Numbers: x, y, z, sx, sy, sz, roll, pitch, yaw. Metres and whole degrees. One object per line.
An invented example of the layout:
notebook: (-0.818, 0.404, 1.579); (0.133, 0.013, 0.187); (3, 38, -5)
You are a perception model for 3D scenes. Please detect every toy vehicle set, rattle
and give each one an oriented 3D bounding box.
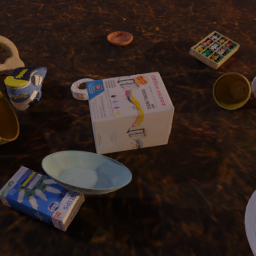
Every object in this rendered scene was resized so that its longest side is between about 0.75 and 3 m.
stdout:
toy vehicle set: (3.729, -3.368, 11.985); (1.325, 0.283, 2.133); (37, 54, 18)
rattle: (-4.875, -2.229, 10.881); (2.568, 1.834, 1.672); (42, 38, -14)

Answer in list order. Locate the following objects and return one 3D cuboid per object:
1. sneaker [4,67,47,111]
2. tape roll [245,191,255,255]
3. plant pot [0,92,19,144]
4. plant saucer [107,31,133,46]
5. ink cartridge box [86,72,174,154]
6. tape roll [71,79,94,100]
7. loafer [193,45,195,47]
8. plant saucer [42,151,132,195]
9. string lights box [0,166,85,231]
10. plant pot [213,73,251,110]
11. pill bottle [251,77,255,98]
sneaker: (-3.502, -1.504, 9.792); (0.982, 1.092, 2.656); (-2, 27, 3)
tape roll: (3.555, 2.042, 5.532); (2.283, 0.799, 2.283); (-13, 53, 19)
plant pot: (-4.320, -0.213, 7.959); (1.396, 1.966, 1.966); (-27, 46, 5)
plant saucer: (-0.371, -4.139, 13.028); (1.178, 0.220, 1.178); (0, 45, 0)
ink cartridge box: (0.014, -0.427, 8.039); (2.143, 1.550, 1.578); (-9, 52, -8)
tape roll: (-1.557, -1.388, 10.026); (0.922, 0.323, 0.922); (-4, 43, 4)
loafer: (2.962, -3.259, 12.110); (0.266, 0.267, 0.762); (-30, 52, 8)
plant saucer: (-1.020, 1.155, 6.923); (2.206, 0.425, 2.206); (11, 13, -3)
string lights box: (-2.057, 1.665, 6.753); (1.779, 0.524, 0.914); (16, 46, 16)
plant pot: (3.635, -1.273, 9.513); (1.208, 1.208, 0.857); (33, 28, 30)
pill bottle: (5.433, -1.794, 9.825); (1.261, 1.261, 2.224); (34, 53, 30)
